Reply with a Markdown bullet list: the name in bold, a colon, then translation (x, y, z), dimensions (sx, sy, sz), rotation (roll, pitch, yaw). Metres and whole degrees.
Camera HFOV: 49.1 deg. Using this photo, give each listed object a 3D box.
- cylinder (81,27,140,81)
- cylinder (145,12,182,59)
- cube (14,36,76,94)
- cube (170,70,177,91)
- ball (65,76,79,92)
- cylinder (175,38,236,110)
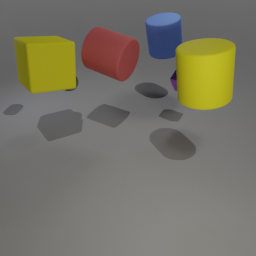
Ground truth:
- **cylinder**: translation (-0.553, -2.396, 9.092), dimensions (1.400, 1.400, 1.400), rotation (25, 39, 19)
- **cylinder**: translation (1.471, -3.735, 11.351), dimensions (1.400, 1.400, 1.400), rotation (-7, 39, 6)
- **cube**: translation (-2.515, -1.977, 8.532), dimensions (1.400, 1.400, 1.400), rotation (-13, 29, -31)
- **cube**: translation (2.058, -1.750, 10.149), dimensions (0.700, 0.700, 0.700), rotation (22, 72, 34)
- **ball**: translation (-2.146, -1.673, 10.141), dimensions (0.700, 0.700, 0.700), rotation (0, 32, 0)
- **cylinder**: translation (1.946, -1.390, 7.119), dimensions (1.400, 1.400, 1.400), rotation (-7, 32, 4)
